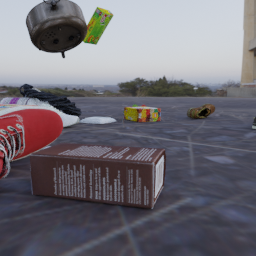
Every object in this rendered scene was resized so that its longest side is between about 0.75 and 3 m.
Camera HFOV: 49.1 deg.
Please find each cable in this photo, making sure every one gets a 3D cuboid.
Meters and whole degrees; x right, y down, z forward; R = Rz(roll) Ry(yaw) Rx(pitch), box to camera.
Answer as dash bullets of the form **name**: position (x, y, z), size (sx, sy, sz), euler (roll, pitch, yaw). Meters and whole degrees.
- **cable**: position (-2.899, -1.056, 11.392), size (2.190, 0.682, 2.684), euler (10, -13, 37)

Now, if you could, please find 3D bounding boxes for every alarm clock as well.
- **alarm clock**: position (-2.211, -3.247, 8.715), size (1.844, 0.910, 2.734), euler (-16, -17, -12)

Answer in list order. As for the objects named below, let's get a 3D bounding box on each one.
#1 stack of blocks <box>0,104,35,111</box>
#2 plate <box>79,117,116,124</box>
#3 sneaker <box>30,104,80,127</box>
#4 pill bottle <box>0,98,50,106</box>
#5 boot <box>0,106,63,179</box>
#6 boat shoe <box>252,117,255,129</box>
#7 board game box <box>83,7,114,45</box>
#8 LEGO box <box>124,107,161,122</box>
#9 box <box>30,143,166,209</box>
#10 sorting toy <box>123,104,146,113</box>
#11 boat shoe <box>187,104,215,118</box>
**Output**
- **stack of blocks**: position (-3.984, -0.262, 8.176), size (2.805, 0.822, 1.615), euler (7, 10, 44)
- **plate**: position (-1.178, -0.315, 11.043), size (1.092, 0.176, 1.090), euler (5, 8, 30)
- **sneaker**: position (-2.648, -0.411, 9.498), size (2.013, 0.807, 0.708), euler (2, 6, 6)
- **pill bottle**: position (-3.885, -0.669, 10.658), size (1.732, 0.972, 0.972), euler (2, 8, 11)
- **boot**: position (-1.746, 0.279, 4.163), size (1.855, 0.931, 2.571), euler (8, 19, 42)
- **boat shoe**: position (4.599, -0.232, 9.449), size (0.514, 0.434, 1.442), euler (6, 10, 39)
- **board game box**: position (-1.356, -4.396, 12.158), size (0.373, 1.565, 0.795), euler (50, 32, 19)
- **LEGO box**: position (0.578, -0.588, 11.696), size (1.021, 0.529, 1.371), euler (-4, 9, -26)
- **box**: position (-0.344, 0.534, 3.453), size (1.508, 0.565, 0.755), euler (4, 9, 17)
- **sorting toy**: position (0.350, -0.911, 14.847), size (1.553, 0.539, 0.535), euler (-4, -14, -43)
- **boat shoe**: position (3.435, -0.694, 12.570), size (1.712, 0.616, 0.582), euler (-17, 20, -33)
